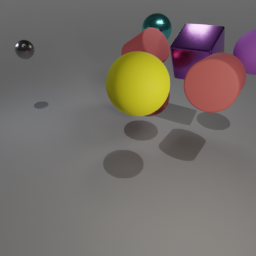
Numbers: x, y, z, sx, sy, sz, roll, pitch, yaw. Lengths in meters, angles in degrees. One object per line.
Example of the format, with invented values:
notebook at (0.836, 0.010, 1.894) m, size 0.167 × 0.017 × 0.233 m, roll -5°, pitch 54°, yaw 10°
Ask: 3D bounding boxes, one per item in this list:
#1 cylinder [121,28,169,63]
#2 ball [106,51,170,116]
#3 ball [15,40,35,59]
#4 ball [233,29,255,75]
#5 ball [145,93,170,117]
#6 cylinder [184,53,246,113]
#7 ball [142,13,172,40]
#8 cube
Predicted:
cylinder at (0.680, -3.049, 11.184) m, size 1.400 × 1.400 × 1.400 m, roll -28°, pitch 8°, yaw -37°
ball at (0.213, -0.956, 6.145) m, size 1.400 × 1.400 × 1.400 m, roll 0°, pitch 32°, yaw 0°
ball at (-3.852, -2.927, 10.447) m, size 0.700 × 0.700 × 0.700 m, roll 0°, pitch 32°, yaw 0°
ball at (4.057, -2.385, 8.818) m, size 1.400 × 1.400 × 1.400 m, roll 0°, pitch 32°, yaw 0°
ball at (0.727, -1.092, 9.613) m, size 1.400 × 1.400 × 1.400 m, roll 0°, pitch 32°, yaw 0°
cylinder at (2.398, -1.274, 7.656) m, size 1.400 × 1.400 × 1.400 m, roll 16°, pitch 27°, yaw 24°
ball at (1.337, -4.602, 13.053) m, size 1.400 × 1.400 × 1.400 m, roll 0°, pitch 32°, yaw 0°
cube at (2.436, -2.583, 9.718) m, size 1.400 × 1.400 × 1.400 m, roll 16°, pitch 58°, yaw 28°
